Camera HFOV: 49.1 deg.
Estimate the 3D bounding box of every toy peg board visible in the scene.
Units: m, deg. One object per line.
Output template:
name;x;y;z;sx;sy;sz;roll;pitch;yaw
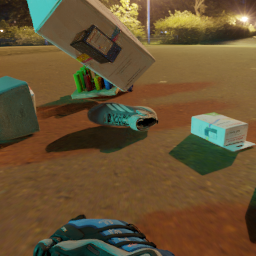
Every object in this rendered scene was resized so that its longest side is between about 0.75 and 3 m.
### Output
toy peg board;-1.342;-2.221;12.363;2.011;0.988;2.020;-4;30;15

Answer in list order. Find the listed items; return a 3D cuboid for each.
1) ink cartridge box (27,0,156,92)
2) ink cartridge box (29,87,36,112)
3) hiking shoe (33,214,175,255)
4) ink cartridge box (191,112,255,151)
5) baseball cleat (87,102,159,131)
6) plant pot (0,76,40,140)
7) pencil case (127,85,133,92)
ink cartridge box;-0.792;-2.133;6.048;2.449;1.072;1.779;30;24;-44
ink cartridge box;-4.336;-0.820;9.620;2.061;0.874;1.501;-8;21;-23
hiking shoe;0.061;1.494;3.289;2.328;0.866;1.009;8;23;20
ink cartridge box;2.609;0.057;7.707;0.922;0.530;1.574;-11;23;-28
baseball cleat;-0.154;-0.345;8.490;2.171;0.757;1.156;-3;20;-5
plant pot;-3.681;-0.473;7.905;1.548;1.516;1.520;-27;32;-37
pencil case;-0.469;-2.170;13.631;1.640;0.640;0.712;14;11;34
